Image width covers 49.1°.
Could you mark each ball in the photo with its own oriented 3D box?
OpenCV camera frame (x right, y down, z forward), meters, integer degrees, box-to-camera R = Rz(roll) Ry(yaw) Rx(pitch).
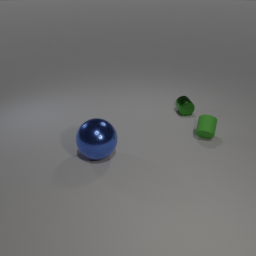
[{"bbox_3d":[-1.050,0.366,9.433,1.400,1.400,1.400,0,28,0],"label":"ball"}]

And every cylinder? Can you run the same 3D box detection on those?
[{"bbox_3d":[2.576,-1.007,12.684,0.700,0.700,0.700,-4,32,-7],"label":"cylinder"},{"bbox_3d":[2.997,-0.051,10.692,0.700,0.700,0.700,10,68,18],"label":"cylinder"}]
